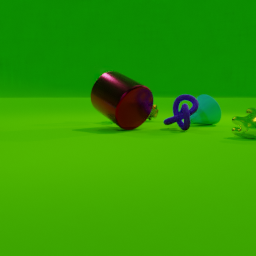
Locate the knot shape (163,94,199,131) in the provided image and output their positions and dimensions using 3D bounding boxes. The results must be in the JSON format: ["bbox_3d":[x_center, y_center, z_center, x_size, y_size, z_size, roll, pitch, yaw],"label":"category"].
[{"bbox_3d":[1.469,-0.372,7.999,0.527,1.140,1.066,33,-43,-19],"label":"knot shape"}]

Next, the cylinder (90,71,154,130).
[{"bbox_3d":[-0.179,-0.798,8.001,1.326,1.326,1.326,-6,30,-40],"label":"cylinder"}]

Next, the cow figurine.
[{"bbox_3d":[3.137,-0.064,6.344,1.199,0.658,1.180,-23,29,-28],"label":"cow figurine"}]

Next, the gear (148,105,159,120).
[{"bbox_3d":[0.601,-0.669,10.514,1.067,0.197,1.067,11,-31,7],"label":"gear"}]

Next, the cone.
[{"bbox_3d":[2.220,-0.374,9.038,1.085,1.081,1.081,-28,20,-25],"label":"cone"}]
